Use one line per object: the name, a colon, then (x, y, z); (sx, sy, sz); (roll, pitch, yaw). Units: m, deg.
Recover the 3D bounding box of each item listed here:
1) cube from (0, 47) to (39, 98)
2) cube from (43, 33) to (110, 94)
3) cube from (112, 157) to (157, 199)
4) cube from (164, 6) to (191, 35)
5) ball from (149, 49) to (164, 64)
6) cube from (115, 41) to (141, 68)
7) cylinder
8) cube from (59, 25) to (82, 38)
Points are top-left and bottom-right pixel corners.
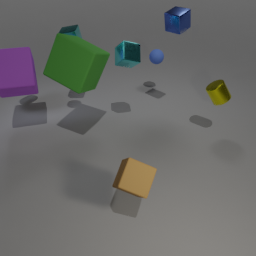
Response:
cube: (-4.112, -1.977, 10.151); (1.400, 1.400, 1.400); (-9, -3, -14)
cube: (-1.663, -2.129, 9.246); (1.400, 1.400, 1.400); (29, 19, 7)
cube: (0.136, 1.142, 6.400); (0.700, 0.700, 0.700); (23, 75, -9)
cube: (1.834, -3.981, 10.345); (0.700, 0.700, 0.700); (29, 55, 35)
ball: (1.366, -3.409, 13.396); (0.700, 0.700, 0.700); (0, 33, 0)
cube: (-0.018, -2.638, 10.113); (0.700, 0.700, 0.700); (3, -7, -29)
cylinder: (3.313, -1.296, 10.256); (0.700, 0.700, 0.700); (-30, 23, 14)
cube: (-2.257, -3.565, 11.042); (0.700, 0.700, 0.700); (-6, 40, 9)
